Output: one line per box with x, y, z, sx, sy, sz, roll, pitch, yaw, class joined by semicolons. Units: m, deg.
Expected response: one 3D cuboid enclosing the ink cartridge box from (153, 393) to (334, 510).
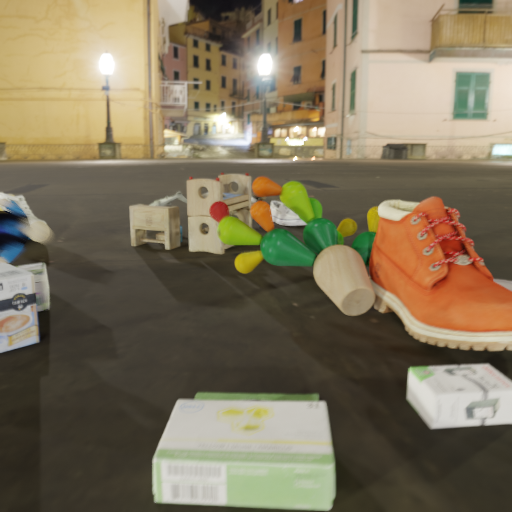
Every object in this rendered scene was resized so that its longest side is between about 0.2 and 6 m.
-0.037;1.208;4.066;1.099;0.362;1.511;0;14;3;ink cartridge box

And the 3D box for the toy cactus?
0.883;-0.010;7.801;2.921;1.494;2.410;12;30;-22;toy cactus

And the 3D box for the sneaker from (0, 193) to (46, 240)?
-5.190;-0.846;11.854;2.275;0.919;0.870;12;4;39;sneaker

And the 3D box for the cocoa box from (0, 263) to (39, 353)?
-2.994;0.597;5.774;0.803;0.790;1.204;11;17;42;cocoa box

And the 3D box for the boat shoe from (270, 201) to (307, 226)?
0.795;-1.093;14.088;0.602;0.550;1.672;-4;13;-19;boat shoe

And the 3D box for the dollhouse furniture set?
-1.301;-0.940;11.329;2.029;1.422;1.430;5;13;23;dollhouse furniture set

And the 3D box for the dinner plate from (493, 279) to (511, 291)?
3.179;0.529;7.535;1.741;0.211;1.741;0;11;0;dinner plate

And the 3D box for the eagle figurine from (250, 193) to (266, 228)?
-0.017;-1.096;13.362;0.575;0.762;0.578;22;9;0;eagle figurine

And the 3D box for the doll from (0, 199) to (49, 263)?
-3.279;-0.287;7.066;1.307;0.891;0.317;-1;-4;-6;doll

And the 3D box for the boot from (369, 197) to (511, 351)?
2.121;0.130;6.379;1.046;1.495;2.789;-3;14;-19;boot

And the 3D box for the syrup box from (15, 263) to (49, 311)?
-2.992;0.418;7.445;0.403;0.416;1.022;-8;16;-18;syrup box

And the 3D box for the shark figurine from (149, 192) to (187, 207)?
-2.370;-1.110;13.906;1.413;0.590;0.844;-33;22;-29;shark figurine

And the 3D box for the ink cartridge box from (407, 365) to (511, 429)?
1.661;1.120;4.523;0.716;0.301;0.521;-2;12;-7;ink cartridge box
